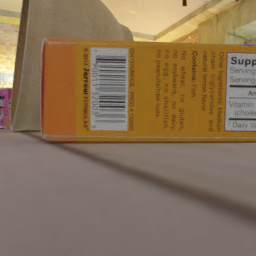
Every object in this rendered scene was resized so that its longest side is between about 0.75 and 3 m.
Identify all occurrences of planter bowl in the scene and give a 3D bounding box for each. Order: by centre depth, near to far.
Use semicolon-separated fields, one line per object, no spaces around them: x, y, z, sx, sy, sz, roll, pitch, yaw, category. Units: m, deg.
-1.063;-1.271;5.305;1.921;2.854;2.854;7;-2;-25;planter bowl

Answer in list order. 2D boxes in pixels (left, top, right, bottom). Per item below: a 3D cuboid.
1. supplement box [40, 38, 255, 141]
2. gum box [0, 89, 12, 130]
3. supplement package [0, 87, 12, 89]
0.536;-0.292;2.524;2.454;0.844;0.817;2;3;-5;supplement box
-2.396;-0.429;6.790;0.526;0.903;1.591;1;1;36;gum box
-2.889;-0.565;8.300;1.992;1.105;1.551;-1;1;-7;supplement package
